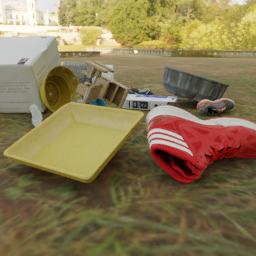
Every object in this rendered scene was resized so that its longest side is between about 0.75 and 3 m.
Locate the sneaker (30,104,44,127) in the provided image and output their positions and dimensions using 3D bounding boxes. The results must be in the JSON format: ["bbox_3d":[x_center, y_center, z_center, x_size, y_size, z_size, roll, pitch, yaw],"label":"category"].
[{"bbox_3d":[-2.865,-0.287,9.048,0.338,0.541,0.918,-24,56,-3],"label":"sneaker"}]

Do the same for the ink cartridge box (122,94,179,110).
[{"bbox_3d":[0.879,-1.036,11.301,2.259,0.443,1.124,4,17,17],"label":"ink cartridge box"}]

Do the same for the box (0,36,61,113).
[{"bbox_3d":[-4.425,-2.165,10.895,2.974,1.944,2.958,1,36,5],"label":"box"}]

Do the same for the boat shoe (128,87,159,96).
[{"bbox_3d":[0.696,-1.478,12.424,1.930,0.597,0.723,17,24,42],"label":"boat shoe"}]

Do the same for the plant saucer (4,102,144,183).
[{"bbox_3d":[-1.061,0.296,6.077,2.244,0.544,2.244,10,39,29],"label":"plant saucer"}]

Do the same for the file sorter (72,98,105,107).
[{"bbox_3d":[-1.328,-0.643,9.427,0.714,0.807,1.163,5,18,22],"label":"file sorter"}]

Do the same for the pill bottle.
[{"bbox_3d":[-2.141,-2.306,13.353,2.883,1.631,1.631,0,17,1],"label":"pill bottle"}]

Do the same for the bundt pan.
[{"bbox_3d":[2.720,-1.730,11.792,2.797,1.050,2.797,16,13,-4],"label":"bundt pan"}]

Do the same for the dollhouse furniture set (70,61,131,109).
[{"bbox_3d":[-0.768,-1.023,8.420,1.160,1.637,1.782,28,19,6],"label":"dollhouse furniture set"}]

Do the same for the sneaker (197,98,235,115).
[{"bbox_3d":[3.284,-0.667,10.238,1.526,0.588,0.625,-5,45,-17],"label":"sneaker"}]

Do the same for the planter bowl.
[{"bbox_3d":[-2.494,-1.228,9.833,0.760,1.824,1.824,-2,14,31],"label":"planter bowl"}]

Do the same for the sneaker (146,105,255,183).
[{"bbox_3d":[1.723,0.568,5.808,2.838,1.112,1.640,9,44,-2],"label":"sneaker"}]
